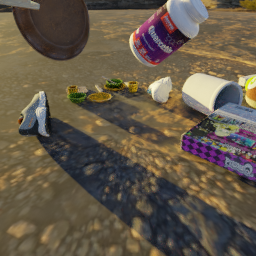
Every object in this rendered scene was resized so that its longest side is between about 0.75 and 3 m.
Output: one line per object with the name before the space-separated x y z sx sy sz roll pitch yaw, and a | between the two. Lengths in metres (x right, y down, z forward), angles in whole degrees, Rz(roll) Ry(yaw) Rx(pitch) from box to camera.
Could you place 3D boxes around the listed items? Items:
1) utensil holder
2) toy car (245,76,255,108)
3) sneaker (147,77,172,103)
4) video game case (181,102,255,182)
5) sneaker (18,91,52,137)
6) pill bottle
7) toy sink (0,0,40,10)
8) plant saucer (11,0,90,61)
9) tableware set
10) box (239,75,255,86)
utensil holder | 2.668 -1.039 9.060 1.272 1.272 1.497 -15 29 -26
toy car | 5.246 -1.992 9.013 2.332 2.956 2.428 5 28 10
sneaker | 1.077 -1.389 10.514 0.846 0.719 1.912 -5 20 22
video game case | 3.308 0.356 7.059 2.972 0.532 2.694 24 37 35
sneaker | -2.818 -0.472 8.448 0.912 0.851 2.301 -10 29 -10
pill bottle | 1.161 -2.837 8.154 2.201 1.237 1.237 -32 5 39
toy sink | -1.596 -1.902 3.357 0.771 0.663 1.183 20 21 3
plant saucer | -2.191 -3.313 8.253 2.636 2.636 0.482 11 37 20
tableware set | -1.002 -1.539 10.894 2.814 0.432 1.896 -8 29 -16
box | 5.513 -2.106 12.083 1.659 0.321 0.344 -13 31 -24
